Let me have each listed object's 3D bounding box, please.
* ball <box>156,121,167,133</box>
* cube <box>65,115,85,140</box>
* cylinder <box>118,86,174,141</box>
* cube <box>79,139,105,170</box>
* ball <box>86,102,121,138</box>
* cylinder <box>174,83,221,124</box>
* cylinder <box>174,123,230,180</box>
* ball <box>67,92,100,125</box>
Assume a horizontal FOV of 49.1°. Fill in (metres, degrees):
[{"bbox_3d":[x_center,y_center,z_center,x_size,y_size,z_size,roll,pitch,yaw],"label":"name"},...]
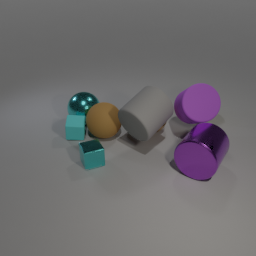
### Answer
[{"bbox_3d":[0.885,-0.470,11.189,1.400,1.400,1.400,0,30,0],"label":"ball"},{"bbox_3d":[-2.043,-0.016,10.917,0.700,0.700,0.700,3,41,-6],"label":"cube"},{"bbox_3d":[0.611,-0.500,9.618,1.400,1.400,1.400,26,59,37],"label":"cylinder"},{"bbox_3d":[-1.224,0.895,9.509,0.700,0.700,0.700,-13,32,-20],"label":"cube"},{"bbox_3d":[-0.927,-0.298,10.886,1.400,1.400,1.400,0,30,0],"label":"ball"},{"bbox_3d":[2.563,-0.876,10.557,1.400,1.400,1.400,-2,-1,-3],"label":"cylinder"},{"bbox_3d":[2.399,0.727,9.072,1.400,1.400,1.400,17,34,28],"label":"cylinder"},{"bbox_3d":[-1.849,-0.826,11.823,1.400,1.400,1.400,0,30,0],"label":"ball"}]
